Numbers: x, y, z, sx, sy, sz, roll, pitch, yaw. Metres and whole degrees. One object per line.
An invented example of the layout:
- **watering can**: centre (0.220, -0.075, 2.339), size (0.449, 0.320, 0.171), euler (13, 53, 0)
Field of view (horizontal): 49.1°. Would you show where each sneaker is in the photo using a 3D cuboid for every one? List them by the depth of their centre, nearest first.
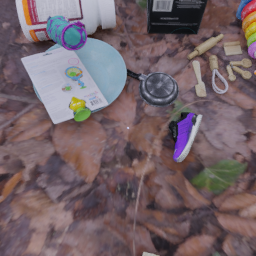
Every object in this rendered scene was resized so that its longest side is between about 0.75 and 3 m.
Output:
- **sneaker**: centre (1.462, 0.199, 7.888), size (0.799, 0.559, 1.607), euler (22, 63, 16)

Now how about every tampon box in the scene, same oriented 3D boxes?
- **tampon box**: centre (1.569, -4.687, 9.557), size (1.844, 1.553, 2.460), euler (1, 65, 0)

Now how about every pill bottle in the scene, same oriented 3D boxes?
- **pill bottle**: centre (-1.927, -3.789, 9.103), size (2.919, 1.599, 1.599), euler (-8, 65, -4)

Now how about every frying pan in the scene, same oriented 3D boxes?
- **frying pan**: centre (0.733, -1.562, 8.819), size (1.272, 0.342, 2.102), euler (-32, 72, -14)

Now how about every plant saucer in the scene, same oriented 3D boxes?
- **plant saucer**: centre (-1.450, -1.531, 8.652), size (2.829, 0.545, 2.829), euler (0, 65, 1)

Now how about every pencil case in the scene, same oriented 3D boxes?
- **pencil case**: centre (-1.611, -2.486, 7.221), size (0.741, 0.682, 1.604), euler (-59, 38, 10)

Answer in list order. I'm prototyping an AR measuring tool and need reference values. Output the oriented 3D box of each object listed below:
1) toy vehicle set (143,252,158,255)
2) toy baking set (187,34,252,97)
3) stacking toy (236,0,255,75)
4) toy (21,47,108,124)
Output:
- **toy vehicle set**: centre (0.707, 4.085, 5.662), size (1.620, 0.346, 2.607), euler (29, 63, -27)
- **toy baking set**: centre (2.902, -2.066, 9.035), size (2.465, 0.287, 1.892), euler (-30, 69, -13)
- **stacking toy**: centre (4.397, -2.791, 8.869), size (1.714, 1.621, 2.954), euler (5, 76, 8)
- **toy**: centre (-1.894, -1.236, 8.252), size (1.583, 0.649, 2.749), euler (-22, 57, -21)
